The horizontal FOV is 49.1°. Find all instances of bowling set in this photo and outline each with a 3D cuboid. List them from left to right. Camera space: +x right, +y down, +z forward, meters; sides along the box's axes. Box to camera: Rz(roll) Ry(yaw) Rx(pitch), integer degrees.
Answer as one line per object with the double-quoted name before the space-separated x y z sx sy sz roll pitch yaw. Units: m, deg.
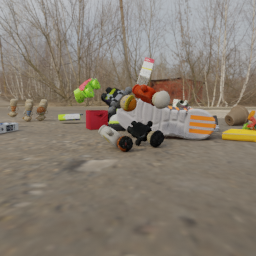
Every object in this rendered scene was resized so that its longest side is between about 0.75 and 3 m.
"bowling set" -4.905 -0.733 14.395 2.177 1.169 1.515 -3 25 -39

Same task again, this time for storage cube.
"storage cube" -1.185 -0.316 10.567 0.683 0.718 0.799 -2 7 -24

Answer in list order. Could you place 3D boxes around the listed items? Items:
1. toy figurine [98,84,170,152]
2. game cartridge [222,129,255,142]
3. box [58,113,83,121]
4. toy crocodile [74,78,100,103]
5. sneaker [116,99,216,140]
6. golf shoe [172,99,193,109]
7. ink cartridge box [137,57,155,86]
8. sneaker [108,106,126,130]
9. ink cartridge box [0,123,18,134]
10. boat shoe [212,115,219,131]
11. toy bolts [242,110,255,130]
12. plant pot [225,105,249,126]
"toy figurine" 0.151 -0.219 6.180 1.434 1.457 1.014 -9 26 -42
"game cartridge" 3.473 0.222 7.793 1.416 0.230 1.249 6 8 31
"box" -2.684 -0.502 13.192 1.108 0.264 0.675 -3 -4 -8
"toy crocodile" -1.527 -1.447 10.351 0.641 0.587 1.900 -23 23 24
"sneaker" 1.154 -0.187 8.503 2.867 1.112 1.606 12 5 14
"golf shoe" 3.564 -1.156 17.099 1.015 1.158 2.629 3 5 39
"ink cartridge box" 0.649 -2.036 10.336 0.381 0.913 0.663 18 -29 -1
"sneaker" -0.331 -0.538 10.944 0.931 1.075 2.595 -1 6 -7
"ink cartridge box" -4.424 0.013 9.395 0.785 0.309 1.578 1 7 6
"boat shoe" 2.472 -0.278 10.387 0.706 0.669 2.020 -3 7 -31
"toy bolts" 3.846 -0.129 8.332 0.534 0.736 0.771 25 0 11
"plant pot" 4.616 -0.450 12.047 0.780 0.895 0.895 -24 16 -26
